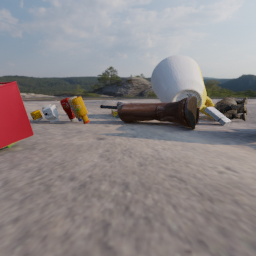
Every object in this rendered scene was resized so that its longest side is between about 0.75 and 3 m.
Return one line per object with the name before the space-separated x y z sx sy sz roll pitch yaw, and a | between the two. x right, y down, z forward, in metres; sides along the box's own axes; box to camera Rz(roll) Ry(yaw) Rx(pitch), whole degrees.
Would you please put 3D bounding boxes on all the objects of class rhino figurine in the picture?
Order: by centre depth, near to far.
rhino figurine | 4.077 -0.837 11.087 1.212 0.829 2.772 0 12 25

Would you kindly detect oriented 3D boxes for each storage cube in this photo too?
storage cube | -2.621 -0.214 5.296 1.206 1.084 1.031 -27 23 -36

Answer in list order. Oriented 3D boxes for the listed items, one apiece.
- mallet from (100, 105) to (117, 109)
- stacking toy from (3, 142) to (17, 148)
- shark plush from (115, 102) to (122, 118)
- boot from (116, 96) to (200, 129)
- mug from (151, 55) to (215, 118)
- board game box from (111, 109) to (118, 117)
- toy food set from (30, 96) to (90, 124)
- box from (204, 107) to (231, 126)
mallet | -0.185 -0.937 13.166 2.224 0.458 0.732 1 3 -34
stacking toy | -3.092 0.202 5.852 1.427 0.335 1.076 -3 8 -26
shark plush | 0.031 -0.708 11.270 0.727 0.667 1.601 -4 9 -28
boot | 0.747 -0.523 8.909 2.856 0.917 2.661 6 -4 17
mug | 2.387 -1.536 11.300 2.703 2.165 2.219 0 34 -3
board game box | 0.387 -0.694 12.704 2.171 0.325 1.037 1 8 -11
toy food set | -2.312 -0.457 9.885 2.048 0.922 0.978 -16 18 15
box | 3.019 -0.405 9.403 0.808 0.166 0.630 44 28 23
